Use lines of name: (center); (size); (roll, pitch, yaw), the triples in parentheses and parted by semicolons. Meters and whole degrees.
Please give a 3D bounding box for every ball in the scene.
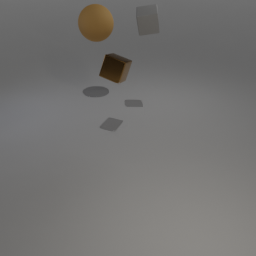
ball: (-1.265, -4.130, 11.046); (1.400, 1.400, 1.400); (0, 29, 0)

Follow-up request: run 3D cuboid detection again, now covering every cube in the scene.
cube: (-0.381, -1.868, 8.746); (0.700, 0.700, 0.700); (24, 24, 9)
cube: (0.672, -3.639, 9.437); (0.700, 0.700, 0.700); (-5, 48, 8)
